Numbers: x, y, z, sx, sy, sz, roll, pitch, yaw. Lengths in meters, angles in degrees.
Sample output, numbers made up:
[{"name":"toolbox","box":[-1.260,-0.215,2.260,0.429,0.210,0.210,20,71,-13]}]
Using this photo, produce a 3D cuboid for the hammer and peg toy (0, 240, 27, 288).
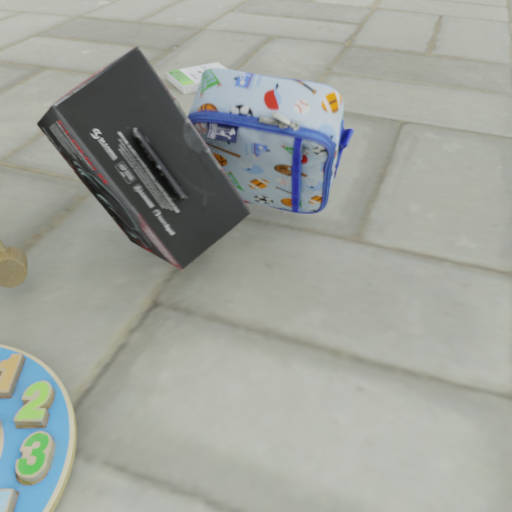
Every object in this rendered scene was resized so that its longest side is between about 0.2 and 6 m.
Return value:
[{"name":"hammer and peg toy","box":[-4.650,-0.151,7.439,2.832,2.083,0.999,-13,21,-15]}]

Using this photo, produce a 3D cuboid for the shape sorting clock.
[{"name":"shape sorting clock","box":[-3.455,2.107,5.732,3.112,0.611,3.112,0,38,0]}]

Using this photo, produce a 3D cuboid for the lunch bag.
[{"name":"lunch bag","box":[0.206,-1.484,7.823,2.127,2.654,1.003,13,75,7]}]

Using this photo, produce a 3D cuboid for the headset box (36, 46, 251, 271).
[{"name":"headset box","box":[-1.559,-1.200,7.314,1.204,2.320,3.117,-41,23,-13]}]

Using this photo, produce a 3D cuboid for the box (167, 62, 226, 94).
[{"name":"box","box":[-1.408,-4.588,14.423,1.490,0.271,1.075,-18,42,-23]}]
